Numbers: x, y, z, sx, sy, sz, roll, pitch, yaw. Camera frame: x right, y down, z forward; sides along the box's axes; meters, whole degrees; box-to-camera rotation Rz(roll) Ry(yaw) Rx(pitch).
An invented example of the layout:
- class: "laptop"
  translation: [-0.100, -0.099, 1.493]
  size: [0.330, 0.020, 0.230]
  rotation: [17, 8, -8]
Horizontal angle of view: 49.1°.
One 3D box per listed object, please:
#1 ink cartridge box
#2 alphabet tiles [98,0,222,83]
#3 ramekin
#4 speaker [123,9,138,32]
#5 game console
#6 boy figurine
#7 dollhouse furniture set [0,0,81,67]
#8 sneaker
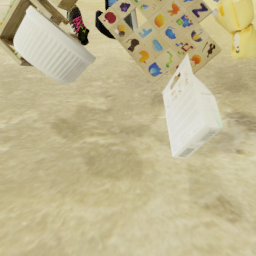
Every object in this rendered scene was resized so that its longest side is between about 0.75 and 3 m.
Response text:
- class: "ink cartridge box"
  translation: [1.175, -0.402, 5.506]
  size: [0.410, 1.317, 1.637]
  rotation: [6, 59, -16]
- class: "alphabet tiles"
  translation: [0.885, -2.353, 6.576]
  size: [2.116, 2.532, 0.096]
  rotation: [-39, -6, 3]
- class: "ramekin"
  translation: [-1.588, -1.680, 5.958]
  size: [1.663, 0.873, 1.663]
  rotation: [39, 9, -7]
- class: "speaker"
  translation: [0.031, -3.373, 8.833]
  size: [0.548, 1.349, 0.548]
  rotation: [-6, -9, -1]
- class: "game console"
  translation: [-0.479, -3.173, 7.589]
  size: [0.189, 1.571, 0.927]
  rotation: [-11, -15, 43]
- class: "boy figurine"
  translation: [2.637, -3.053, 7.348]
  size: [0.857, 2.661, 1.654]
  rotation: [-30, 12, -1]
- class: "dollhouse furniture set"
  translation: [-2.062, -3.107, 7.712]
  size: [1.406, 2.528, 2.236]
  rotation: [45, 20, 7]
- class: "sneaker"
  translation: [-1.593, -3.324, 9.189]
  size: [0.559, 1.515, 0.662]
  rotation: [-38, 61, -21]
